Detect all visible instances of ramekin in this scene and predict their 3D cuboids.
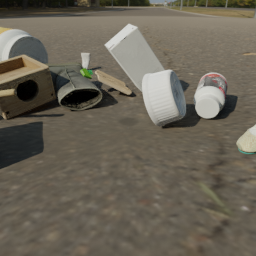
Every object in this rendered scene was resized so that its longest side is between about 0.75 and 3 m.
[{"bbox_3d":[0.990,-0.808,7.317,0.705,1.445,1.445,-13,19,26],"label":"ramekin"}]

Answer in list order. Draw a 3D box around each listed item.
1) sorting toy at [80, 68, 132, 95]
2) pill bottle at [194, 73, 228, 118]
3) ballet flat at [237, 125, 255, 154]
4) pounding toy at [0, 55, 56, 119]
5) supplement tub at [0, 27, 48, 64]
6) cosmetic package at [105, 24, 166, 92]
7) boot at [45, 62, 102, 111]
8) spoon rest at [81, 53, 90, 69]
[{"bbox_3d":[-0.816,-1.686,9.808,1.849,0.272,1.367,23,16,-18],"label":"sorting toy"},{"bbox_3d":[2.444,-0.953,8.308,0.882,0.882,1.593,9,36,18],"label":"pill bottle"},{"bbox_3d":[3.326,0.044,6.646,1.997,0.623,0.674,-16,30,-30],"label":"ballet flat"},{"bbox_3d":[-3.558,-0.910,8.067,2.714,1.242,2.384,-30,42,-33],"label":"pounding toy"},{"bbox_3d":[-4.724,-2.826,10.922,2.836,2.051,2.051,18,31,32],"label":"supplement tub"},{"bbox_3d":[0.279,-2.194,8.973,1.082,1.918,0.778,-38,32,2],"label":"cosmetic package"},{"bbox_3d":[-2.279,-1.330,9.332,2.451,0.978,2.695,-18,40,-7],"label":"boot"},{"bbox_3d":[-2.223,-2.478,12.042,1.118,0.682,2.251,8,40,19],"label":"spoon rest"}]
